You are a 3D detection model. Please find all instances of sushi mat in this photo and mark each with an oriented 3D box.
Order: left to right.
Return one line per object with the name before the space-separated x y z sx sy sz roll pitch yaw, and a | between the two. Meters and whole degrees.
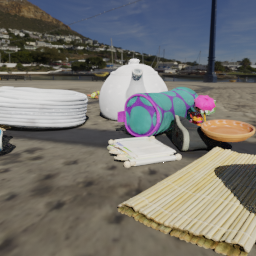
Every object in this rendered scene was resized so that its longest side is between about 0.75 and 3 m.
sushi mat | 1.250 0.722 3.738 1.376 0.174 2.877 9 14 35

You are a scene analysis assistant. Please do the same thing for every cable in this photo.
cable | -2.617 -0.611 8.156 2.871 0.994 2.871 0 10 -21

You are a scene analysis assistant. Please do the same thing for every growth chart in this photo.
growth chart | 0.214 0.400 5.407 1.249 0.153 1.726 -4 12 -15

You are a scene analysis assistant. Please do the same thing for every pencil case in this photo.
pencil case | 0.944 -0.480 7.463 1.188 1.094 2.570 8 14 34

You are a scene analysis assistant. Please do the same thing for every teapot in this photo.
teapot | 0.207 -1.368 9.479 2.594 1.895 2.561 12 20 41

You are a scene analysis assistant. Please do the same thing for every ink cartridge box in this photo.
ink cartridge box | 2.476 -0.852 10.882 1.642 0.487 0.853 7 13 31

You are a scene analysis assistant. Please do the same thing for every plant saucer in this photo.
plant saucer | 1.835 0.051 5.194 0.950 0.178 0.950 -1 18 0

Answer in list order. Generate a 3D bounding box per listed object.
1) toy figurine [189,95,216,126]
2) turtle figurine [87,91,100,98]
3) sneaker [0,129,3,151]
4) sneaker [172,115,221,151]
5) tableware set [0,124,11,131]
toy figurine | 1.805 -0.322 6.917 0.806 0.989 1.074 -4 11 -19
turtle figurine | -0.844 -2.152 16.423 2.745 0.884 2.213 -6 13 -30
sneaker | -3.233 0.032 5.584 1.022 0.968 2.530 0 16 -36
sneaker | 1.407 0.137 5.986 0.789 0.555 1.485 5 20 -3
tableware set | -3.602 -0.091 7.965 0.962 0.134 1.151 5 11 13
